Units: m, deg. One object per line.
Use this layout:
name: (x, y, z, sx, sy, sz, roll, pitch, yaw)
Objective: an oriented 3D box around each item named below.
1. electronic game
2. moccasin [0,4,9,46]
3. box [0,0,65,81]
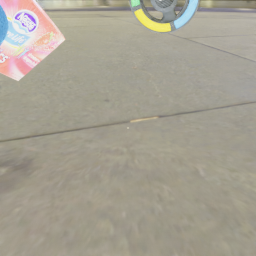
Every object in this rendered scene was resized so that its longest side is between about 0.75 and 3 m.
electronic game: (1.254, -4.508, 9.634, 2.445, 2.445, 0.509, 3, 32, 5)
moccasin: (-1.548, -1.078, 2.307, 0.527, 0.622, 1.546, 26, 0, 3)
box: (-1.955, -1.670, 3.882, 1.198, 1.106, 2.335, -41, -6, 1)
